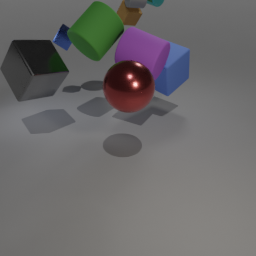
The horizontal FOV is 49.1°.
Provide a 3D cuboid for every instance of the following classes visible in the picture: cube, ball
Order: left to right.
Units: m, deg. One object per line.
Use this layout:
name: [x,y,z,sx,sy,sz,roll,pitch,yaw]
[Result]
cube: [-3.082,-1.905,9.239,1.400,1.400,1.400,-20,74,-48]
cube: [-2.691,-3.873,11.947,0.700,0.700,0.700,30,31,-20]
ball: [0.024,-1.105,7.494,1.400,1.400,1.400,0,29,0]
cube: [0.055,-4.793,11.689,0.700,0.700,0.700,-9,67,-32]
cube: [1.433,-2.375,10.962,1.400,1.400,1.400,32,61,32]

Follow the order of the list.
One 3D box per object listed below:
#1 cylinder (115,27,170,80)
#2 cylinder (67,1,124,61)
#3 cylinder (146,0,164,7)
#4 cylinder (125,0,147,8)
cylinder: [0.489,-2.456,9.384,1.400,1.400,1.400,28,37,14]
cylinder: [-1.078,-3.244,9.473,1.400,1.400,1.400,29,76,40]
cylinder: [1.053,-5.460,11.596,0.700,0.700,0.700,-21,44,-33]
cylinder: [0.303,-5.116,11.041,0.700,0.700,0.700,-6,30,-21]
